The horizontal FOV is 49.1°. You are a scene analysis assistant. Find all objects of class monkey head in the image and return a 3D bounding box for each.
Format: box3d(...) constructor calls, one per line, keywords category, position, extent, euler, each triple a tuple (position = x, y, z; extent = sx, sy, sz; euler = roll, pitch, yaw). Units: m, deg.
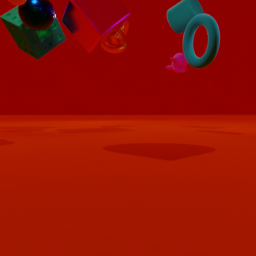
box3d(category="monkey head", position=(1.875, -2.525, 10.774), extent=(0.859, 0.719, 1.194), euler=(15, 25, 35))

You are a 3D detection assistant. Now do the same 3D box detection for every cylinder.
box3d(category="cylinder", position=(2.150, -4.221, 10.475), extent=(1.013, 1.013, 1.013), euler=(-21, -12, 41))

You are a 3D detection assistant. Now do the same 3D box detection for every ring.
box3d(category="ring", position=(1.905, -2.280, 7.410), extent=(0.278, 1.388, 1.388), euler=(-7, 5, -22))

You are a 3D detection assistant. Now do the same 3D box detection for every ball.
box3d(category="ball", position=(-2.775, -3.520, 8.521), extent=(1.072, 1.072, 1.072), euler=(0, 3, 0))

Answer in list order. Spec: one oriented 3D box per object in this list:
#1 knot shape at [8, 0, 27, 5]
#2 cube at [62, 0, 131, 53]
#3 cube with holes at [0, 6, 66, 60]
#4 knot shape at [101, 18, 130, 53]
box3d(category="knot shape", position=(-2.513, -3.270, 5.514), extent=(1.383, 1.478, 0.683), euler=(9, 12, 2))
box3d(category="cube", position=(-1.020, -3.461, 8.750), extent=(1.362, 1.362, 1.362), euler=(-45, 11, -22))
box3d(category="cube with holes", position=(-3.322, -3.523, 9.922), extent=(1.339, 1.339, 1.339), euler=(32, 66, 34))
box3d(category="knot shape", position=(-0.551, -3.713, 11.045), extent=(0.803, 1.626, 1.737), euler=(-4, -15, 33))
